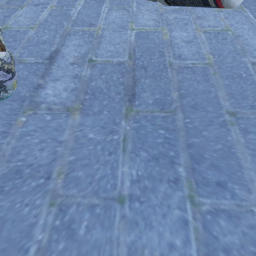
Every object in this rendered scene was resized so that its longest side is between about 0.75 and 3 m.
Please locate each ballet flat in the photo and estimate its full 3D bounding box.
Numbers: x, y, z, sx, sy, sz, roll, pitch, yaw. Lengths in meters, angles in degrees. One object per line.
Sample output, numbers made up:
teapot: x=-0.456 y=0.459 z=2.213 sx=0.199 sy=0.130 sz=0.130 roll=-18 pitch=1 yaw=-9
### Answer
ballet flat: x=-1.768 y=-1.101 z=3.236 sx=0.652 sy=0.652 sz=1.812 roll=-23 pitch=60 yaw=-24

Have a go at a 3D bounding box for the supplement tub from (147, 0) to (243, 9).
supplement tub: x=1.636 y=-3.933 z=6.909 sx=2.518 sy=1.767 sz=1.767 roll=18 pitch=44 yaw=31
